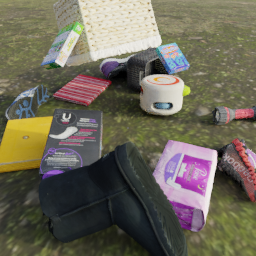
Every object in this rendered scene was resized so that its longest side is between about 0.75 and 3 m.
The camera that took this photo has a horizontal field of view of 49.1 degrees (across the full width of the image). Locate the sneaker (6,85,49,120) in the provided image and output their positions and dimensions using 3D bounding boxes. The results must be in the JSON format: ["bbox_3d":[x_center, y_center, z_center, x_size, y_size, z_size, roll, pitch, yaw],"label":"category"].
[{"bbox_3d":[-4.155,-0.933,11.376,0.919,0.904,2.387,-9,26,24],"label":"sneaker"}]

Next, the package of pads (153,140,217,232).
[{"bbox_3d":[1.450,1.388,7.399,1.516,0.952,2.516,11,34,18],"label":"package of pads"}]

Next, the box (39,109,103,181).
[{"bbox_3d":[-1.462,0.694,7.737,1.437,1.247,2.351,3,45,-4],"label":"box"}]

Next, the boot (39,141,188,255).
[{"bbox_3d":[-0.366,1.991,6.080,2.475,2.946,1.125,-28,5,20],"label":"boot"}]

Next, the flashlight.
[{"bbox_3d":[4.321,-0.530,10.727,2.083,0.708,0.705,-4,57,-8],"label":"flashlight"}]

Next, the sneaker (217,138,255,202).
[{"bbox_3d":[3.101,1.237,7.906,0.994,0.719,2.035,-19,46,12],"label":"sneaker"}]

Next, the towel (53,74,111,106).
[{"bbox_3d":[-2.068,-1.810,13.128,1.824,0.284,2.523,14,36,17],"label":"towel"}]

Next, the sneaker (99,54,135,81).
[{"bbox_3d":[0.073,-2.956,14.462,2.918,1.105,1.278,-18,53,-27],"label":"sneaker"}]

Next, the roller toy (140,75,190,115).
[{"bbox_3d":[1.331,-1.317,11.340,1.733,1.328,1.900,-22,35,-37],"label":"roller toy"}]

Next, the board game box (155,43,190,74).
[{"bbox_3d":[1.206,-1.901,7.623,0.626,0.185,0.823,-20,70,-22],"label":"board game box"}]

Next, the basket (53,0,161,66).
[{"bbox_3d":[-0.831,-3.751,10.265,2.919,2.348,2.893,-19,17,-25],"label":"basket"}]

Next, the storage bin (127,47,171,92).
[{"bbox_3d":[1.063,-2.814,13.459,1.082,1.561,2.309,22,40,31],"label":"storage bin"}]

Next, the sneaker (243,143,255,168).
[{"bbox_3d":[3.808,0.846,8.839,0.651,0.414,1.141,3,42,-2],"label":"sneaker"}]

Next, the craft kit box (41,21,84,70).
[{"bbox_3d":[-2.044,-2.486,8.595,0.342,1.391,1.408,27,-8,-33],"label":"craft kit box"}]

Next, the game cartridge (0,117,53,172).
[{"bbox_3d":[-2.696,0.413,9.480,2.911,0.472,2.566,-4,33,-11],"label":"game cartridge"}]
